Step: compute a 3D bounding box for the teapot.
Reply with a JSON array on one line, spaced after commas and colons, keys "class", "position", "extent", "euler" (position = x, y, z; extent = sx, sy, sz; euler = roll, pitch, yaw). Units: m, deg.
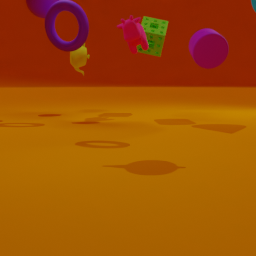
[{"class": "teapot", "position": [-1.934, -2.852, 11.289], "extent": [0.749, 1.530, 0.951], "euler": [1, 26, -18]}]

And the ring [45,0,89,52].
[{"class": "ring", "position": [-1.917, -3.156, 8.713], "extent": [1.522, 1.522, 0.304], "euler": [3, 21, 20]}]

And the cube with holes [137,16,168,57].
[{"class": "cube with holes", "position": [0.986, -3.739, 11.457], "extent": [1.021, 1.021, 1.021], "euler": [13, 54, 3]}]

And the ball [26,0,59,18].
[{"class": "ball", "position": [-2.867, -4.273, 9.419], "extent": [1.082, 1.082, 1.082], "euler": [0, 9, 0]}]

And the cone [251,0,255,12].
[{"class": "cone", "position": [4.373, -3.685, 7.863], "extent": [1.525, 1.525, 1.531], "euler": [2, 33, 14]}]

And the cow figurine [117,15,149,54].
[{"class": "cow figurine", "position": [0.200, -3.350, 9.742], "extent": [0.833, 1.494, 1.518], "euler": [-16, 44, 14]}]

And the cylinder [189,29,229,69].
[{"class": "cylinder", "position": [2.673, -2.677, 9.403], "extent": [1.126, 1.126, 1.126], "euler": [1, 27, 5]}]
